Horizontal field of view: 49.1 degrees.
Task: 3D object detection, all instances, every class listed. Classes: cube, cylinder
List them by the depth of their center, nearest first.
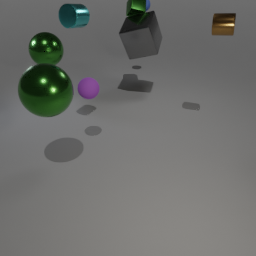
[{"bbox_3d":[-1.654,-3.450,8.631,0.700,0.700,0.700,14,26,22],"label":"cylinder"},{"bbox_3d":[3.180,-3.439,9.306,0.700,0.700,0.700,7,31,19],"label":"cylinder"},{"bbox_3d":[0.606,-4.132,12.533,1.400,1.400,1.400,-4,47,24],"label":"cube"},{"bbox_3d":[0.366,-5.462,12.641,0.700,0.700,0.700,6,-10,-20],"label":"cube"}]

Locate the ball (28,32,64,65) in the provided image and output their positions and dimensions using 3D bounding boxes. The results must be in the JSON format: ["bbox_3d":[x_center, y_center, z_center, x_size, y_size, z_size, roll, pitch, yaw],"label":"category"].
[{"bbox_3d":[-3.374,-3.231,11.572,1.400,1.400,1.400,0,30,0],"label":"ball"}]

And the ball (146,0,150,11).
[{"bbox_3d":[0.789,-6.283,14.242,0.700,0.700,0.700,0,30,0],"label":"ball"}]

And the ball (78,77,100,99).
[{"bbox_3d":[-1.267,-1.272,8.997,0.700,0.700,0.700,0,30,0],"label":"ball"}]

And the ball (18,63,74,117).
[{"bbox_3d":[-2.133,-0.976,7.324,1.400,1.400,1.400,0,30,0],"label":"ball"}]
